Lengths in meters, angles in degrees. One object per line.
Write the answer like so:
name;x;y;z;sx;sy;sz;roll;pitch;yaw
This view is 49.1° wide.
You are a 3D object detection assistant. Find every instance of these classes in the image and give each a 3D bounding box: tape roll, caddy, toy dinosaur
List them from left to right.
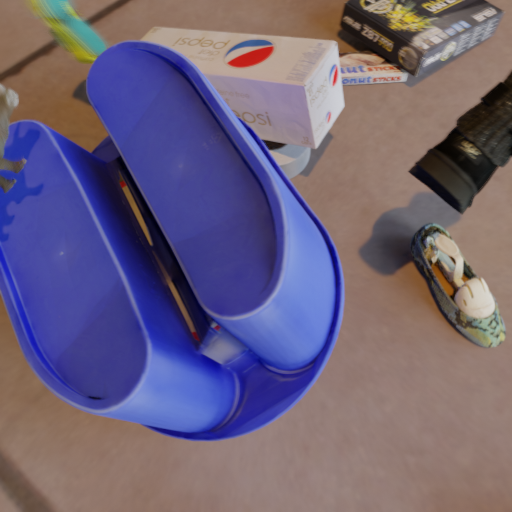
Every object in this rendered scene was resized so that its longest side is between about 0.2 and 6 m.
toy dinosaur;-3.177;-0.990;6.049;0.953;0.717;1.863;42;60;-13
caddy;-1.177;-0.153;7.347;3.634;2.698;5.141;-35;64;7
tape roll;0.234;-1.936;9.608;1.405;0.464;1.405;0;59;0

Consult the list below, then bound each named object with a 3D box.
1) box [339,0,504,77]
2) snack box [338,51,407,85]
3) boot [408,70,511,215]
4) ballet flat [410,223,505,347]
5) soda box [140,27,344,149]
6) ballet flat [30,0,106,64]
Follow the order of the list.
box;3.248;-4.665;11.035;2.541;0.624;2.048;-32;65;-25
snack box;1.849;-3.590;10.724;1.949;0.237;0.701;-4;58;-3
boot;2.741;-1.394;6.542;0.888;2.360;1.764;42;102;6
ballet flat;2.912;0.363;8.106;0.758;0.758;2.042;-24;62;-14
soda box;-0.453;-2.822;9.194;3.579;1.219;1.139;17;58;28
ballet flat;-3.039;-3.636;8.559;0.586;1.749;0.584;-4;56;28
